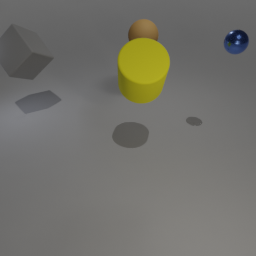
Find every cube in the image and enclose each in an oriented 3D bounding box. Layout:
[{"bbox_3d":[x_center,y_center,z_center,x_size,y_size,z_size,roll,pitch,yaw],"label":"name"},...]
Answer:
[{"bbox_3d":[-4.072,-2.890,10.878,1.400,1.400,1.400,53,17,8],"label":"cube"}]

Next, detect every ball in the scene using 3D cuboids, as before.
[{"bbox_3d":[0.705,-4.268,12.907,1.400,1.400,1.400,0,33,0],"label":"ball"},{"bbox_3d":[3.178,-2.522,8.230,0.700,0.700,0.700,0,33,0],"label":"ball"}]

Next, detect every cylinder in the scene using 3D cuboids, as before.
[{"bbox_3d":[0.405,-1.597,8.057,1.400,1.400,1.400,0,73,-1],"label":"cylinder"}]
